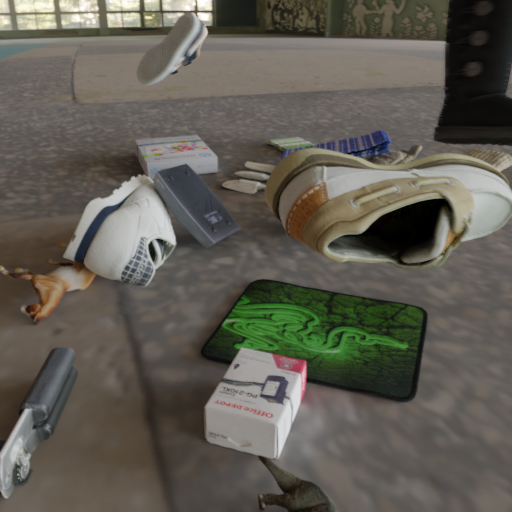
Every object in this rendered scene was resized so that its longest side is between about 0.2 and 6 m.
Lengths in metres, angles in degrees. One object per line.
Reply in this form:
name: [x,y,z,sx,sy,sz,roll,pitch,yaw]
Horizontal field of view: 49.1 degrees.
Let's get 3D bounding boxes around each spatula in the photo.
spatula: [0.629,-1.736,13.192,2.503,0.201,1.741,13,28,17]

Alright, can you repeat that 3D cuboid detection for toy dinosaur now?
toy dinosaur: [0.462,2.288,4.837,0.739,0.556,1.444,-2,18,-31]

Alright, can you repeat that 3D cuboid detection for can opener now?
can opener: [-2.459,1.675,5.917,0.647,0.516,1.936,1,25,-1]

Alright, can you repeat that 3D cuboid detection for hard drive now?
hard drive: [-1.097,-0.909,10.218,1.645,0.348,1.110,50,31,4]

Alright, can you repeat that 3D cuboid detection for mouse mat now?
mouse mat: [0.883,1.029,7.701,2.757,0.104,2.219,8,28,17]

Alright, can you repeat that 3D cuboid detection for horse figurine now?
horse figurine: [-3.051,0.311,8.669,1.180,0.444,1.780,27,30,23]

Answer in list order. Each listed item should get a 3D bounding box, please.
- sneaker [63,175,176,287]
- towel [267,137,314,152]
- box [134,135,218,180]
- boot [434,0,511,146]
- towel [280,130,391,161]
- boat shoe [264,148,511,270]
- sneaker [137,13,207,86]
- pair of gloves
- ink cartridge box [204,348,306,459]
sneaker: [-2.010,-0.411,9.597,1.369,1.299,3.401,26,22,-4]
towel: [1.064,-3.131,15.968,1.076,0.165,1.411,-12,28,-23]
box: [-2.135,-2.603,14.564,1.767,0.467,2.267,-8,29,-16]
boot: [3.706,-2.872,8.248,1.965,2.384,0.782,12,6,38]
towel: [1.938,-2.697,14.022,2.730,0.326,1.976,-8,21,11]
boat shoe: [1.703,-0.386,6.088,3.242,1.212,1.109,-3,43,-26]
sneaker: [-1.352,-3.340,9.312,0.554,1.412,0.561,56,21,14]
pair of gloves: [3.701,-1.803,12.791,3.606,0.632,3.066,12,33,32]
ink cartridge box: [0.016,1.576,6.150,0.817,0.476,1.128,9,28,17]
